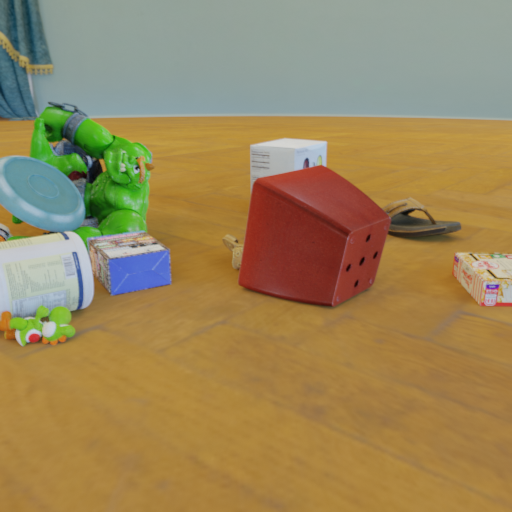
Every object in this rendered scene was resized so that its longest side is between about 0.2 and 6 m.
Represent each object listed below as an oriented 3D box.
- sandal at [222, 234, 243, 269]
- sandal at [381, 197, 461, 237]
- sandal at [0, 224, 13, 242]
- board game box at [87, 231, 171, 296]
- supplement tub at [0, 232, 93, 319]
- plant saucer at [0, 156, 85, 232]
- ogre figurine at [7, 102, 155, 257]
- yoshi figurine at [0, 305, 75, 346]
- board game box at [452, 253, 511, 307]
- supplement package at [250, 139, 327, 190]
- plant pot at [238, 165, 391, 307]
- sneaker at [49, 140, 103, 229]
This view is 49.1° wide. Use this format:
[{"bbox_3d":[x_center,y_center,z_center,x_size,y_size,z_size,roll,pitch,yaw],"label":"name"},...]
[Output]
[{"bbox_3d":[-0.284,0.049,10.585,0.502,0.560,1.526,-41,37,-17],"label":"sandal"},{"bbox_3d":[3.321,-1.013,13.076,1.208,0.807,2.956,-13,22,-34],"label":"sandal"},{"bbox_3d":[-5.123,-0.184,10.337,1.269,0.949,3.311,-6,19,-18],"label":"sandal"},{"bbox_3d":[-2.274,0.090,9.961,1.096,0.666,1.374,-10,21,-28],"label":"board game box"},{"bbox_3d":[-3.410,0.348,8.296,1.691,1.226,1.226,-12,22,-31],"label":"supplement tub"},{"bbox_3d":[-3.937,-1.204,10.233,1.870,0.256,1.870,34,28,-20],"label":"plant saucer"},{"bbox_3d":[-3.449,-1.407,11.547,2.570,2.103,4.287,8,31,-17],"label":"ogre figurine"},{"bbox_3d":[-2.981,0.912,7.756,0.973,0.545,0.547,3,12,-1],"label":"yoshi figurine"},{"bbox_3d":[4.536,0.366,9.455,1.975,0.457,1.496,1,18,2],"label":"board game box"},{"bbox_3d":[0.853,-2.008,14.478,1.335,1.815,1.735,11,22,32],"label":"supplement package"},{"bbox_3d":[1.075,-0.232,9.324,1.713,1.942,1.944,28,31,33],"label":"plant pot"},{"bbox_3d":[-4.549,-1.826,13.579,1.346,2.029,3.566,-14,23,-36],"label":"sneaker"}]
